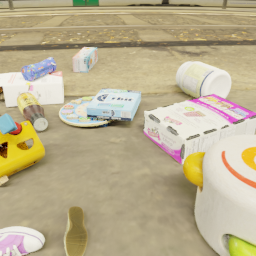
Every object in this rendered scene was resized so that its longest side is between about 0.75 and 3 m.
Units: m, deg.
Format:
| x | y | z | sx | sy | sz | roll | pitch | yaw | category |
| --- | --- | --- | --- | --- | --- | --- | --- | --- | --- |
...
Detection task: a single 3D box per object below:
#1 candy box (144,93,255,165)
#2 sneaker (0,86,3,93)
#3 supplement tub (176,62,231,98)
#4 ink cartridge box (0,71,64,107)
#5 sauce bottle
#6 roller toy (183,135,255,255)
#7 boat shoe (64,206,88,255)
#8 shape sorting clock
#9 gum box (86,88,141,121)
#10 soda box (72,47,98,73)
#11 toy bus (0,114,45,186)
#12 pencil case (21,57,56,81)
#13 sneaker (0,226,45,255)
| x | y | z | sx | sy | sz | roll | pitch | yaw | category |
| --- | --- | --- | --- | --- | --- | --- | --- | --- | --- |
| 2.274 | -0.102 | 8.903 | 2.987 | 0.911 | 2.037 | -15 | 32 | -25 | candy box |
| -6.316 | -1.556 | 11.873 | 0.988 | 0.844 | 2.242 | 0 | 20 | 24 | sneaker |
| 3.083 | -1.931 | 11.681 | 1.455 | 1.455 | 2.007 | -14 | 31 | -24 | supplement tub |
| -4.151 | -1.653 | 11.701 | 2.819 | 0.952 | 1.642 | -4 | 29 | -10 | ink cartridge box |
| -3.393 | -0.599 | 10.025 | 0.765 | 0.765 | 2.318 | -17 | 34 | -28 | sauce bottle |
| 2.585 | 1.270 | 5.435 | 2.413 | 1.848 | 2.645 | -10 | 30 | -18 | roller toy |
| -1.058 | 2.116 | 5.550 | 0.428 | 0.370 | 1.175 | 5 | 33 | -18 | boat shoe |
| -1.311 | -0.715 | 10.466 | 2.503 | 0.491 | 2.503 | 1 | 29 | 0 | shape sorting clock |
| -0.447 | -0.880 | 10.000 | 1.560 | 0.409 | 1.836 | 5 | 28 | 11 | gum box |
| -2.403 | -3.926 | 15.997 | 0.872 | 0.811 | 2.550 | 4 | 30 | 6 | soda box |
| -3.310 | 0.803 | 6.933 | 2.423 | 1.252 | 2.286 | -31 | -3 | 6 | toy bus |
| -3.584 | -2.426 | 11.481 | 0.693 | 0.623 | 1.596 | -3 | 24 | 30 | pencil case |
| -2.361 | 2.322 | 4.939 | 1.674 | 0.607 | 0.954 | -7 | 34 | 3 | sneaker |
